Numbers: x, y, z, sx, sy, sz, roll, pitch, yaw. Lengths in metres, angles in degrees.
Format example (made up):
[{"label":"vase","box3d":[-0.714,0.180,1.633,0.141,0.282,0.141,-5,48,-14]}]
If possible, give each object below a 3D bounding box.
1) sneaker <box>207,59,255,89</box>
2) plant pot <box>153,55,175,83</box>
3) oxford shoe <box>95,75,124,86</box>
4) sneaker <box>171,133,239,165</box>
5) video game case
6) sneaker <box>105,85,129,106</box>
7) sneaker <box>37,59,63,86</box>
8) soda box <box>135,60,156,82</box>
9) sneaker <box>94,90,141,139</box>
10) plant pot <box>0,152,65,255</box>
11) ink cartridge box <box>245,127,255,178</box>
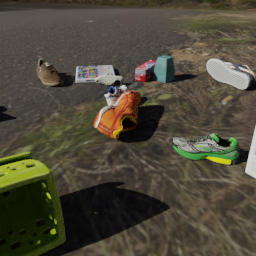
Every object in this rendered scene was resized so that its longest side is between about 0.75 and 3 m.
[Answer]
[{"label":"sneaker","box3d":[5.019,-2.672,13.586,1.001,0.989,2.521,-23,47,-28]},{"label":"plant pot","box3d":[1.802,-2.950,13.895,0.813,1.151,0.814,23,37,36]},{"label":"oxford shoe","box3d":[-0.883,-2.229,13.327,1.375,0.517,0.397,1,55,3]},{"label":"sneaker","box3d":[2.196,0.454,8.018,1.903,0.810,0.742,6,29,13]},{"label":"video game case","box3d":[-1.704,-2.839,14.645,1.970,0.248,2.162,-3,30,-7]},{"label":"sneaker","box3d":[-0.416,-1.433,11.047,0.539,0.631,1.432,-11,29,32]},{"label":"sneaker","box3d":[-3.951,-2.745,13.767,0.845,0.906,2.398,-20,34,-32]},{"label":"soda box","box3d":[1.028,-2.961,14.428,0.585,0.646,1.846,14,32,24]},{"label":"sneaker","box3d":[-0.123,-0.443,9.754,1.153,1.091,2.990,33,36,5]},{"label":"plant pot","box3d":[-2.318,1.465,5.361,1.681,1.689,1.533,-16,25,-27]},{"label":"ink cartridge box","box3d":[4.061,0.259,6.449,1.093,2.637,1.935,-18,33,-29]}]
